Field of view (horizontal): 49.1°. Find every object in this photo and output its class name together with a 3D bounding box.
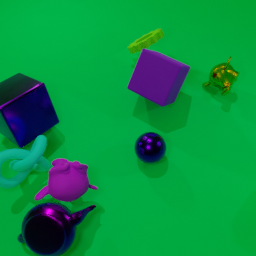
[{"bbox_3d":[-1.416,1.170,6.384,1.471,0.887,1.058,-3,10,-33],"label":"monkey head"},{"bbox_3d":[-1.664,2.201,6.353,1.963,0.961,1.221,-23,92,8],"label":"teapot"},{"bbox_3d":[0.595,0.528,7.467,0.853,0.853,0.853,0,58,0],"label":"ball"},{"bbox_3d":[-2.906,-0.515,7.556,1.310,1.310,1.310,24,50,37],"label":"cube"},{"bbox_3d":[0.920,-1.483,8.226,1.223,1.223,1.223,29,20,16],"label":"cube"},{"bbox_3d":[-2.505,0.869,6.964,1.533,1.434,0.708,-35,74,-6],"label":"knot shape"},{"bbox_3d":[2.863,-1.500,8.572,0.812,1.348,0.970,35,50,-4],"label":"monkey head"},{"bbox_3d":[0.580,-2.845,9.170,1.223,0.226,1.223,-26,22,12],"label":"gear"}]
